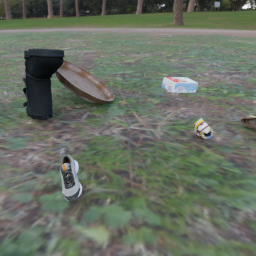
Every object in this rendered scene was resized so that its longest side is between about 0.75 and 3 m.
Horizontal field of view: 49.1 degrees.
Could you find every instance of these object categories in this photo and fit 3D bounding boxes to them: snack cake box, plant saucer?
[{"bbox_3d":[1.762,-1.458,9.477,1.074,0.361,0.617,-6,31,-33],"label":"snack cake box"},{"bbox_3d":[-1.615,-1.588,9.933,2.456,0.394,2.456,33,20,-13],"label":"plant saucer"}]

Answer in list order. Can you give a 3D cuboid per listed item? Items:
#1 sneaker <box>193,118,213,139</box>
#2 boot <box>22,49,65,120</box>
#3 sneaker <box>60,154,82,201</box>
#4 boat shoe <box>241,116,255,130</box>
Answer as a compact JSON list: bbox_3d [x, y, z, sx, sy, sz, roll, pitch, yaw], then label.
[{"bbox_3d":[1.915,0.129,7.016,0.444,0.369,0.985,55,10,29],"label":"sneaker"},{"bbox_3d":[-2.422,-1.205,7.924,0.888,1.966,2.399,-5,12,-32],"label":"boot"},{"bbox_3d":[-1.067,0.883,5.010,0.354,0.380,0.958,-22,45,1],"label":"sneaker"},{"bbox_3d":[3.627,-0.083,7.571,0.436,0.437,1.211,2,16,-35],"label":"boat shoe"}]
